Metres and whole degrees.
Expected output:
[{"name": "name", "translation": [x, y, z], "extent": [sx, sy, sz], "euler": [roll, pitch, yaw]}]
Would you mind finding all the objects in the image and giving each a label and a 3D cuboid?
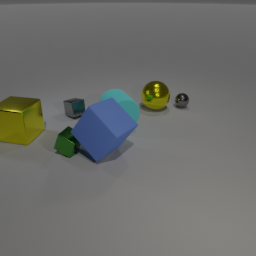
[{"name": "cylinder", "translation": [-0.393, -0.799, 11.948], "extent": [1.400, 1.400, 1.400], "euler": [-11, 29, -20]}, {"name": "cube", "translation": [-2.448, -0.949, 12.859], "extent": [0.700, 0.700, 0.700], "euler": [15, 27, 43]}, {"name": "cube", "translation": [-4.323, -0.329, 11.065], "extent": [1.400, 1.400, 1.400], "euler": [6, 28, 12]}, {"name": "ball", "translation": [1.321, -1.562, 13.429], "extent": [1.400, 1.400, 1.400], "euler": [0, 28, 0]}, {"name": "cube", "translation": [-0.809, 0.018, 9.692], "extent": [1.400, 1.400, 1.400], "euler": [47, 34, 9]}, {"name": "ball", "translation": [2.656, -1.366, 13.758], "extent": [0.700, 0.700, 0.700], "euler": [0, 28, 0]}, {"name": "cube", "translation": [-2.110, 0.496, 10.027], "extent": [0.700, 0.700, 0.700], "euler": [30, 33, 6]}]
